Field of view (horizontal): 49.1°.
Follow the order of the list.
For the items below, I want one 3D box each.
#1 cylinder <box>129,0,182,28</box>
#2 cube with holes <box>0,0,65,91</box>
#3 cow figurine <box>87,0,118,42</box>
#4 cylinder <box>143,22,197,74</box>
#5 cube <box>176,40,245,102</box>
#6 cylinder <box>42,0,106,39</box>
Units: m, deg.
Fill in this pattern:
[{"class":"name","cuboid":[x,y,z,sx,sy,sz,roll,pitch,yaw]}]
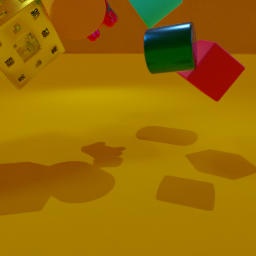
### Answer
[{"class":"cylinder","cuboid":[0.808,-4.095,8.842,1.315,1.315,1.315,-35,9,15]},{"class":"cube with holes","cuboid":[-2.442,-1.918,5.707,1.375,1.375,1.375,35,72,24]},{"class":"cow figurine","cuboid":[-0.911,-3.216,7.306,1.481,1.458,0.813,-30,22,28]},{"class":"cylinder","cuboid":[0.841,-1.524,5.419,0.884,0.884,0.884,-2,15,20]},{"class":"cube","cuboid":[1.874,-1.349,6.512,0.956,0.956,0.956,33,14,-17]},{"class":"cylinder","cuboid":[-1.270,-2.784,6.084,1.218,1.218,1.218,-10,53,-31]}]
